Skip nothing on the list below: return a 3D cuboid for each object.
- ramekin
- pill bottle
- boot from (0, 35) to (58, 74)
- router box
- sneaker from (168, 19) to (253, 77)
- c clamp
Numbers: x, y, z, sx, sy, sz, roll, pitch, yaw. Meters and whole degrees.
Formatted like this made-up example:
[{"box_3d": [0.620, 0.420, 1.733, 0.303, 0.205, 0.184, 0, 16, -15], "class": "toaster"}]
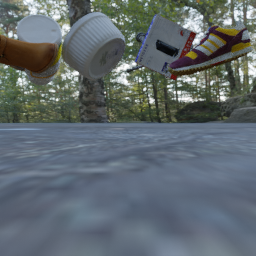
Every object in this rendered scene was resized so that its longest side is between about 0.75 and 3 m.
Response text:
[{"box_3d": [-0.985, -2.455, 8.780, 1.036, 1.974, 1.974, 44, 17, 17], "class": "ramekin"}, {"box_3d": [-2.783, -2.336, 8.906, 1.276, 1.276, 2.263, 0, -23, -16], "class": "pill bottle"}, {"box_3d": [-2.693, -1.858, 6.472, 1.929, 0.711, 1.492, -3, -18, 35], "class": "boot"}, {"box_3d": [1.204, -2.584, 9.111, 1.458, 1.624, 0.397, 21, 11, -11], "class": "router box"}, {"box_3d": [2.048, -2.082, 7.349, 2.236, 1.007, 0.838, -17, 0, -1], "class": "sneaker"}, {"box_3d": [1.065, -3.163, 10.592, 2.558, 0.405, 2.994, -11, 38, 3], "class": "c clamp"}]
